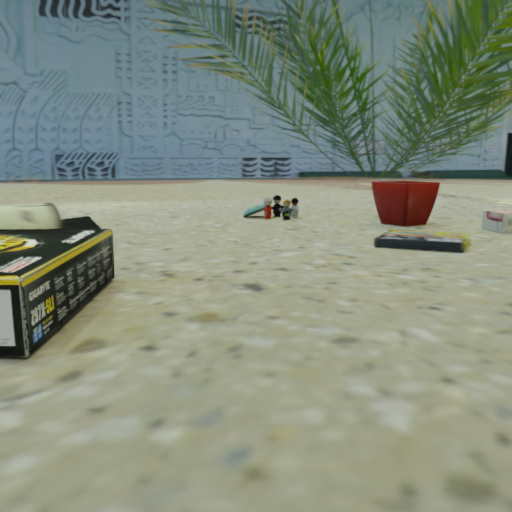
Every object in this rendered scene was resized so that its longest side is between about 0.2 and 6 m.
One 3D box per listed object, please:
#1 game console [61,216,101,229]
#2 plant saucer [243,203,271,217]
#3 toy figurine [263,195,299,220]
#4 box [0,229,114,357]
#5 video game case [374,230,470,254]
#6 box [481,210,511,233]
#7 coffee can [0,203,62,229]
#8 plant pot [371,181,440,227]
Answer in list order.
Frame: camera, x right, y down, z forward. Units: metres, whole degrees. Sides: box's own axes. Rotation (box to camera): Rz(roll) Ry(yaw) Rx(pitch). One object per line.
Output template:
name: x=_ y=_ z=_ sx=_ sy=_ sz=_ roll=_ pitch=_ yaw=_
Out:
game console: x=-3.806 y=-0.201 z=10.677 sx=1.381 sy=0.914 sz=1.570 roll=40 pitch=31 yaw=25
plant saucer: x=0.010 y=-1.363 z=16.340 sx=0.891 sy=0.160 sz=0.891 roll=-20 pitch=0 yaw=0
toy figurine: x=0.726 y=-1.381 z=15.968 sx=0.923 sy=0.652 sz=0.937 roll=6 pitch=11 yaw=30
box: x=-3.271 y=0.252 z=6.295 sx=2.622 sy=0.810 sz=3.284 roll=-2 pitch=10 yaw=0
video game case: x=3.334 y=-0.306 z=11.158 sx=1.651 sy=0.211 sz=1.492 roll=4 pitch=11 yaw=24
box: x=5.840 y=-0.824 z=13.272 sx=0.564 sy=0.481 sz=0.882 roll=-2 pitch=10 yaw=-9
coffee can: x=-3.879 y=-0.309 z=8.825 sx=1.353 sy=0.990 sz=0.990 roll=-8 pitch=13 yaw=-38
plant pot: x=3.851 y=-1.364 z=14.525 sx=1.268 sy=1.119 sz=1.270 roll=-7 pitch=11 yaw=-34
